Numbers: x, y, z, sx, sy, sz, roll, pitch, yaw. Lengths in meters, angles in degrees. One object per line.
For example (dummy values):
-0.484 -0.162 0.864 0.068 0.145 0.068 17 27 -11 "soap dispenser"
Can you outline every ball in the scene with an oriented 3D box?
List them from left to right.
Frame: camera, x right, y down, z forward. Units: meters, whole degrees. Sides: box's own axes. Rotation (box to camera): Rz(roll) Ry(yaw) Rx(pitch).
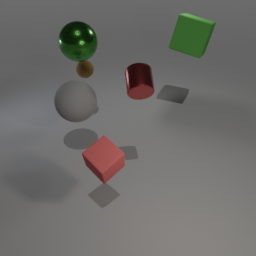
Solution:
-1.732 -0.886 9.314 1.400 1.400 1.400 0 31 0 "ball"
-1.794 -3.104 10.093 1.400 1.400 1.400 0 31 0 "ball"
-1.724 -2.352 11.220 0.700 0.700 0.700 0 31 0 "ball"

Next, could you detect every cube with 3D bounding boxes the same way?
-0.559 0.747 6.598 0.700 0.700 0.700 -40 67 -20 "cube"
2.733 -3.931 11.860 1.400 1.400 1.400 23 29 12 "cube"

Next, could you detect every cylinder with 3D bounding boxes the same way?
0.295 -1.192 7.199 0.700 0.700 0.700 -3 66 -5 "cylinder"
